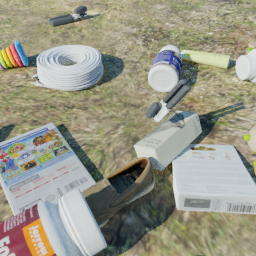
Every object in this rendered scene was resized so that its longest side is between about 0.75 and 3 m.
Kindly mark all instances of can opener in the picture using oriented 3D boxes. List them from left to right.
[{"bbox_3d":[-3.299,-6.252,15.492,2.238,0.748,0.597,-23,47,-23],"label":"can opener"},{"bbox_3d":[0.986,-0.668,7.214,0.481,1.437,0.383,-4,58,-39],"label":"can opener"}]

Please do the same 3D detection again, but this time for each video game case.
[{"bbox_3d":[-2.498,1.106,7.887,2.102,0.265,2.936,-25,48,-24],"label":"video game case"}]

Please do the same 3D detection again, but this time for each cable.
[{"bbox_3d":[-2.318,-2.511,11.310,2.644,0.916,2.645,15,45,15],"label":"cable"}]

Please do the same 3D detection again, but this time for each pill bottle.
[{"bbox_3d":[-1.858,2.360,5.310,2.676,1.528,1.528,-27,48,-13],"label":"pill bottle"},{"bbox_3d":[1.522,-2.389,11.023,1.150,1.150,1.987,10,44,10],"label":"pill bottle"},{"bbox_3d":[5.579,-2.500,11.013,2.403,1.312,1.312,-9,43,-8],"label":"pill bottle"}]

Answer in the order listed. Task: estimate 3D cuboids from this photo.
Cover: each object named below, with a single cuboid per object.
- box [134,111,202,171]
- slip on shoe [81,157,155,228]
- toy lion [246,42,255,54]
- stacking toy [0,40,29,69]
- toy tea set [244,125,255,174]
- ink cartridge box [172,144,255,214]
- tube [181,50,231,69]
[{"bbox_3d":[1.224,0.305,8.244,0.870,0.724,2.116,8,36,46],"label":"box"},{"bbox_3d":[-0.509,1.634,6.865,2.844,0.862,1.081,-24,48,-23],"label":"slip on shoe"},{"bbox_3d":[6.257,-3.234,12.488,1.558,0.535,1.493,0,50,0],"label":"toy lion"},{"bbox_3d":[-5.252,-2.881,11.839,1.819,0.998,1.056,-23,36,-9],"label":"stacking toy"},{"bbox_3d":[2.314,0.615,4.471,0.695,1.116,1.877,6,17,2],"label":"toy tea set"},{"bbox_3d":[2.222,1.275,7.671,2.007,0.704,2.469,2,21,2],"label":"ink cartridge box"},{"bbox_3d":[3.293,-3.063,12.225,2.196,0.570,0.637,17,1,23],"label":"tube"}]
